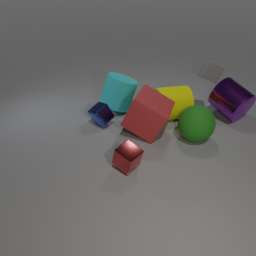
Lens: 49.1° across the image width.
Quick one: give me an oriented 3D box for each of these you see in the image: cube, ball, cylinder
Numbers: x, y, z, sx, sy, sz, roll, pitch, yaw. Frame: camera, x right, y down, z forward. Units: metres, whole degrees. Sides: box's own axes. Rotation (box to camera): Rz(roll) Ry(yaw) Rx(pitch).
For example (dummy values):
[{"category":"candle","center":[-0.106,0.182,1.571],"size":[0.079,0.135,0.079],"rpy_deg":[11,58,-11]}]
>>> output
[{"category":"cube","center":[3.461,-2.337,11.628],"size":[0.700,0.700,0.700],"rpy_deg":[24,17,-5]},{"category":"ball","center":[2.602,-0.162,10.645],"size":[1.400,1.400,1.400],"rpy_deg":[0,31,0]},{"category":"cube","center":[-1.120,-0.579,11.637],"size":[0.700,0.700,0.700],"rpy_deg":[-44,33,-19]},{"category":"cylinder","center":[4.448,-1.224,12.040],"size":[1.400,1.400,1.400],"rpy_deg":[-22,56,-31]},{"category":"cube","center":[-0.014,0.951,9.163],"size":[0.700,0.700,0.700],"rpy_deg":[35,48,21]},{"category":"cube","center":[0.778,-0.562,10.838],"size":[1.400,1.400,1.400],"rpy_deg":[31,36,1]},{"category":"cylinder","center":[-0.430,-1.617,12.636],"size":[1.400,1.400,1.400],"rpy_deg":[18,20,-7]},{"category":"cylinder","center":[1.930,-1.077,12.114],"size":[1.400,1.400,1.400],"rpy_deg":[-6,32,-10]}]
